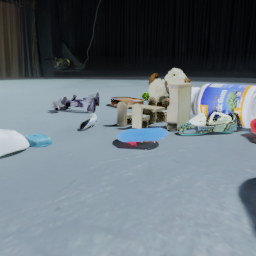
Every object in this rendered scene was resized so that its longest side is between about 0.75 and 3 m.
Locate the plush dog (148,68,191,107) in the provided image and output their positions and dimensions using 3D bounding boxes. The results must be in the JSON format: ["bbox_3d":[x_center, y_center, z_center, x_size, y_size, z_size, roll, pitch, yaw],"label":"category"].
[{"bbox_3d":[1.934,-1.795,13.312,1.915,2.230,1.789,-14,-5,4],"label":"plush dog"}]

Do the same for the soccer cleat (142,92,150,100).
[{"bbox_3d":[1.813,-2.120,18.405,1.843,0.622,0.747,0,-3,-4],"label":"soccer cleat"}]

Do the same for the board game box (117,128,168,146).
[{"bbox_3d":[0.452,0.331,8.503,1.554,0.303,1.228,-3,17,10],"label":"board game box"}]

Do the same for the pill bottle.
[{"bbox_3d":[3.666,-0.954,11.146,2.824,1.583,1.583,11,17,43],"label":"pill bottle"}]

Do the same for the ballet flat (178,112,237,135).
[{"bbox_3d":[2.750,-0.204,9.659,2.145,0.796,0.796,-4,14,-13],"label":"ballet flat"}]

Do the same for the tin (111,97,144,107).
[{"bbox_3d":[-0.055,-1.441,15.758,1.306,0.488,2.332,-13,18,-31],"label":"tin"}]

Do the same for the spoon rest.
[{"bbox_3d":[-3.761,0.482,7.082,1.467,0.895,2.952,6,1,18],"label":"spoon rest"}]

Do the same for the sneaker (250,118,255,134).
[{"bbox_3d":[4.756,0.113,8.362,1.205,1.093,2.838,-16,9,-9],"label":"sneaker"}]

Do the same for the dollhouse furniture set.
[{"bbox_3d":[1.110,-0.950,10.931,2.478,1.646,2.172,11,17,38],"label":"dollhouse furniture set"}]

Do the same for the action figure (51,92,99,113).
[{"bbox_3d":[-2.756,-1.274,14.178,2.531,0.878,1.647,0,19,14],"label":"action figure"}]

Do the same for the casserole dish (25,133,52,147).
[{"bbox_3d":[-2.756,0.351,8.551,0.663,0.212,1.095,-10,16,-38],"label":"casserole dish"}]

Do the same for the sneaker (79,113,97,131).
[{"bbox_3d":[-1.437,-0.171,10.469,0.416,0.419,1.157,-17,19,25],"label":"sneaker"}]
